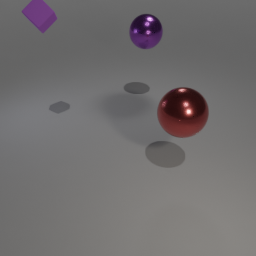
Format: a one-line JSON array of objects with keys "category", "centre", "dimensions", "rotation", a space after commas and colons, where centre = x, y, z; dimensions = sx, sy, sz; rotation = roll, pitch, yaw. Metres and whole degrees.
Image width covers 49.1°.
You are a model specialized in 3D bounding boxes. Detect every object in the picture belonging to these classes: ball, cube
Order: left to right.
[{"category": "cube", "centre": [-2.734, -3.517, 8.725], "dimensions": [0.700, 0.700, 0.700], "rotation": [-46, 8, 0]}, {"category": "ball", "centre": [0.747, -3.996, 11.645], "dimensions": [1.400, 1.400, 1.400], "rotation": [0, 32, 0]}, {"category": "ball", "centre": [1.505, -0.424, 7.723], "dimensions": [1.400, 1.400, 1.400], "rotation": [0, 32, 0]}]
